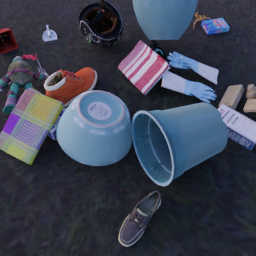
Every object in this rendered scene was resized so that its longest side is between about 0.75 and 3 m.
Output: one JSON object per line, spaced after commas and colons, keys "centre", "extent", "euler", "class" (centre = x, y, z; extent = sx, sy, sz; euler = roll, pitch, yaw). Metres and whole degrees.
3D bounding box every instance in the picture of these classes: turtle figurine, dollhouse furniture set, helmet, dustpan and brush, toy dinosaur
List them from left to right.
{"centre": [-4.563, -2.008, 11.971], "extent": [2.241, 1.507, 2.994], "euler": [-11, 61, -6], "class": "turtle figurine"}
{"centre": [-4.216, -5.087, 14.913], "extent": [0.726, 0.298, 1.041], "euler": [-14, 54, -10], "class": "dustpan and brush"}
{"centre": [-1.326, -5.062, 13.744], "extent": [2.209, 2.209, 2.106], "euler": [-17, 15, -12], "class": "helmet"}
{"centre": [4.002, -6.054, 15.564], "extent": [1.415, 0.427, 0.751], "euler": [-24, 58, -17], "class": "toy dinosaur"}
{"centre": [5.039, -0.735, 11.649], "extent": [1.840, 1.499, 1.750], "euler": [-1, 43, 45], "class": "dollhouse furniture set"}

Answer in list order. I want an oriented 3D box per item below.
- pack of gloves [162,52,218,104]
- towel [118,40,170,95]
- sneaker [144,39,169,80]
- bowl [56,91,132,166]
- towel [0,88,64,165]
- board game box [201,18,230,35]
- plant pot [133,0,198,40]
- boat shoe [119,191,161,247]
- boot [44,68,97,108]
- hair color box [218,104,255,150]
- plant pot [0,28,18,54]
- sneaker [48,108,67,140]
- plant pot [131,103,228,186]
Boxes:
{"centre": [2.855, -2.317, 12.183], "extent": [2.599, 0.513, 2.184], "euler": [19, 58, -10], "class": "pack of gloves"}
{"centre": [0.645, -2.743, 12.506], "extent": [1.679, 0.265, 2.331], "euler": [-48, 52, 13], "class": "towel"}
{"centre": [1.392, -3.522, 13.274], "extent": [1.033, 1.086, 2.739], "euler": [-12, 53, -7], "class": "sneaker"}
{"centre": [-1.063, -0.247, 10.171], "extent": [2.910, 1.522, 2.910], "euler": [9, 50, -11], "class": "bowl"}
{"centre": [-3.710, -0.145, 10.638], "extent": [1.912, 0.303, 2.662], "euler": [23, 80, 19], "class": "towel"}
{"centre": [4.752, -5.559, 15.277], "extent": [1.234, 0.278, 0.938], "euler": [-11, 54, -8], "class": "board game box"}
{"centre": [1.709, -5.178, 13.114], "extent": [2.991, 2.015, 2.991], "euler": [-1, 18, 0], "class": "plant pot"}
{"centre": [0.388, 2.756, 8.831], "extent": [0.713, 0.656, 1.995], "euler": [32, 59, 21], "class": "boat shoe"}
{"centre": [-2.355, -1.970, 11.835], "extent": [1.069, 1.527, 2.848], "euler": [25, 54, 24], "class": "boot"}
{"centre": [4.237, -0.062, 10.986], "extent": [1.888, 0.571, 0.944], "euler": [35, 61, 23], "class": "hair color box"}
{"centre": [-6.281, -4.472, 14.093], "extent": [0.995, 0.996, 0.878], "euler": [-28, 47, -19], "class": "plant pot"}
{"centre": [-2.753, -0.267, 11.167], "extent": [0.931, 0.652, 1.613], "euler": [22, 50, 20], "class": "sneaker"}
{"centre": [1.836, 0.345, 9.659], "extent": [2.530, 2.583, 2.583], "euler": [-17, 55, -22], "class": "plant pot"}
